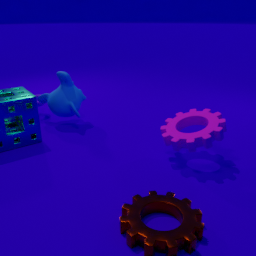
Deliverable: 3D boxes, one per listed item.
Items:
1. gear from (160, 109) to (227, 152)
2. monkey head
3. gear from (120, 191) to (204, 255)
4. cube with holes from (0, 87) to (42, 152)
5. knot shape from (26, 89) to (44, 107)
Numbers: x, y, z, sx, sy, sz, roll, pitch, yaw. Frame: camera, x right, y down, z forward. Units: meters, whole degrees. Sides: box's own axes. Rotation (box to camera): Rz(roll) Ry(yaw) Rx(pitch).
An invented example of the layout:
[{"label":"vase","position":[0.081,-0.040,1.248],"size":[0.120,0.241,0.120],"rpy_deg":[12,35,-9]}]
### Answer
[{"label":"gear","position":[1.572,0.022,6.805],"size":[1.518,0.281,1.518],"rpy_deg":[-14,28,8]},{"label":"monkey head","position":[-2.091,-1.023,8.954],"size":[1.874,1.348,1.129],"rpy_deg":[20,58,29]},{"label":"gear","position":[0.568,1.599,4.814],"size":[1.403,0.260,1.403],"rpy_deg":[0,23,0]},{"label":"cube with holes","position":[-3.374,-0.287,7.885],"size":[1.345,1.345,1.345],"rpy_deg":[-15,27,-32]},{"label":"knot shape","position":[-3.610,-0.974,9.747],"size":[1.254,0.579,1.173],"rpy_deg":[-7,-11,19]}]
